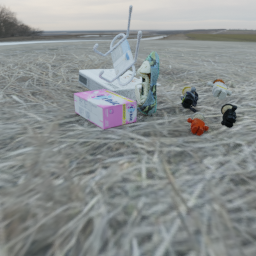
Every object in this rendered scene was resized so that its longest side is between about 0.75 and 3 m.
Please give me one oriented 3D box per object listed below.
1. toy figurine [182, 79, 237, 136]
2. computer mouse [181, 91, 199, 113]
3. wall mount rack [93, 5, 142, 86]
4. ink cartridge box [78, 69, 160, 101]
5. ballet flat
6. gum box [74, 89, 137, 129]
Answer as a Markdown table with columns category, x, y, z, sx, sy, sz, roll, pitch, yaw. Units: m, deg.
| category | x | y | z | sx | sy | sz | roll | pitch | yaw |
| --- | --- | --- | --- | --- | --- | --- | --- | --- | --- |
| toy figurine | 2.405 | -0.661 | 8.371 | 1.504 | 1.481 | 1.047 | -18 | 22 | 24 |
| computer mouse | 2.250 | -1.056 | 10.436 | 0.774 | 0.254 | 1.102 | 29 | 49 | -15 |
| wall mount rack | -0.231 | -2.940 | 10.147 | 0.987 | 2.300 | 2.647 | 23 | 41 | -42 |
| ink cartridge box | -0.445 | -2.010 | 12.682 | 2.558 | 0.642 | 2.947 | -11 | 32 | -36 |
| ballet flat | 0.656 | -1.686 | 10.083 | 0.888 | 2.391 | 0.888 | 1 | -10 | 0 |
| gum box | -0.877 | -0.751 | 9.831 | 1.286 | 0.749 | 2.266 | -14 | 26 | -32 |
